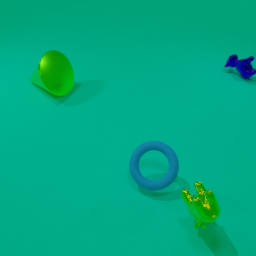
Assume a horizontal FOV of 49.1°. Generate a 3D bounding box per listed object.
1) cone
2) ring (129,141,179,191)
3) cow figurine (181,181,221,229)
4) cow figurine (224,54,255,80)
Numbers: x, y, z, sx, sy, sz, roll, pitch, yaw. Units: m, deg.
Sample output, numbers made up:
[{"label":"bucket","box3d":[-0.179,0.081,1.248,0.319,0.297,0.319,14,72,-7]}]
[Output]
[{"label":"cone","box3d":[-2.944,-1.770,9.696,1.526,1.520,1.520,-4,34,33]},{"label":"ring","box3d":[0.585,0.848,6.371,1.135,0.227,1.135,-2,78,10]},{"label":"cow figurine","box3d":[1.443,1.563,5.308,0.592,1.061,1.078,-30,10,-6]},{"label":"cow figurine","box3d":[4.178,-2.267,10.409,0.606,1.087,1.104,-24,90,-28]}]
